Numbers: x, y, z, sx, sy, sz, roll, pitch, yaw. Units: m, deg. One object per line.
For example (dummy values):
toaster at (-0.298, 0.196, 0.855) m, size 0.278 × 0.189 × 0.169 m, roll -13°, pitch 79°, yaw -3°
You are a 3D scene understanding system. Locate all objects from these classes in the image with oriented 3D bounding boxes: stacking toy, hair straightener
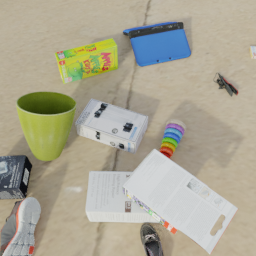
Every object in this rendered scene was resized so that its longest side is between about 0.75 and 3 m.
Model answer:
stacking toy at (1.585, 0.618, 10.563) m, size 0.805 × 0.805 × 1.885 m, roll 17°, pitch 61°, yaw 12°
hair straightener at (4.339, -1.987, 12.701) m, size 0.593 × 0.315 × 1.540 m, roll -16°, pitch 55°, yaw -11°

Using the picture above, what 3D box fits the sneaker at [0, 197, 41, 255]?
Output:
sneaker at (-3.456, 3.364, 8.560) m, size 1.004 × 0.945 × 2.451 m, roll -9°, pitch 53°, yaw 32°

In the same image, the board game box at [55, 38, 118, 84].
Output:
board game box at (-1.830, -3.059, 12.838) m, size 2.697 × 1.370 × 0.642 m, roll -18°, pitch 55°, yaw -13°

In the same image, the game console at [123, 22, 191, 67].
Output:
game console at (1.432, -4.427, 14.550) m, size 2.888 × 1.709 × 2.465 m, roll -13°, pitch 23°, yaw -10°

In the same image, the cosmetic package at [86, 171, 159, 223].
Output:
cosmetic package at (0.148, 2.242, 9.105) m, size 2.852 × 1.056 × 1.450 m, roll -1°, pitch 55°, yaw 1°

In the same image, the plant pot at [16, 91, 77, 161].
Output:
plant pot at (-2.879, 0.042, 9.940) m, size 1.968 × 2.103 × 1.968 m, roll 7°, pitch 28°, yaw -4°

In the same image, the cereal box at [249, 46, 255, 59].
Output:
cereal box at (6.725, -3.769, 14.088) m, size 1.098 × 0.217 × 0.790 m, roll 5°, pitch 54°, yaw 4°

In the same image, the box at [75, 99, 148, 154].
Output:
box at (-0.623, -0.098, 11.014) m, size 2.507 × 0.754 × 1.462 m, roll 19°, pitch 55°, yaw 14°

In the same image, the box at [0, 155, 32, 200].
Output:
box at (-4.175, 1.704, 9.666) m, size 1.342 × 0.788 × 1.320 m, roll -3°, pitch 53°, yaw 0°

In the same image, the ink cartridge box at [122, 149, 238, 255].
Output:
ink cartridge box at (1.434, 2.090, 8.151) m, size 2.937 × 0.739 × 1.600 m, roll 35°, pitch 65°, yaw 20°

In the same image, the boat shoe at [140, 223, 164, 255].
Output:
boat shoe at (0.781, 3.653, 8.387) m, size 0.583 × 0.497 × 1.744 m, roll -11°, pitch 54°, yaw -8°
